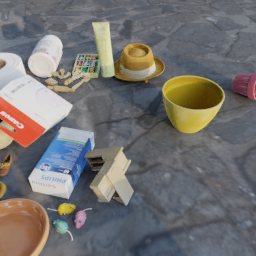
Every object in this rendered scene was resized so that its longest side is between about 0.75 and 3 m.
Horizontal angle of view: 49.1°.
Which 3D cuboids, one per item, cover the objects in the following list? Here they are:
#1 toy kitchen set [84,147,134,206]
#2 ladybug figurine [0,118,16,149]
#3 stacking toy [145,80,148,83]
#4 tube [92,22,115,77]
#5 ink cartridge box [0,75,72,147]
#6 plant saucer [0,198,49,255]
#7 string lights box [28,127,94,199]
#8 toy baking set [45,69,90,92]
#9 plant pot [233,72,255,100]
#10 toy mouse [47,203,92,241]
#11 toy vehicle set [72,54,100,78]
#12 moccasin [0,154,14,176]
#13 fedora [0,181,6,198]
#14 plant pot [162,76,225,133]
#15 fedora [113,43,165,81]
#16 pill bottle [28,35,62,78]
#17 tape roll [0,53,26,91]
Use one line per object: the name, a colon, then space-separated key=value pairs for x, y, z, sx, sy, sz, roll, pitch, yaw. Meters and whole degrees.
toy kitchen set: x=-0.747 y=1.642 z=8.638 sx=1.459 sy=1.320 sz=1.617 roll=-9 pitch=33 yaw=34
ladybug figurine: x=-5.203 y=-0.128 z=10.299 sx=2.922 sy=1.051 sz=1.983 roll=35 pitch=51 yaw=30
stacking toy: x=0.827 y=-2.545 z=13.586 sx=0.505 sy=0.534 sz=0.920 roll=-6 pitch=56 yaw=-1
tube: x=-1.071 y=-3.620 z=12.996 sx=0.712 sy=2.454 sz=0.637 roll=-10 pitch=26 yaw=-4
ink cartridge box: x=-3.679 y=-0.770 z=10.265 sx=2.273 sy=0.798 sz=2.797 roll=35 pitch=27 yaw=0
plant saucer: x=-3.259 y=2.876 z=7.067 sx=2.598 sy=0.486 sz=2.598 roll=-5 pitch=31 yaw=3
string lights box: x=-2.092 y=1.051 z=9.256 sx=1.230 sy=0.705 sz=2.393 roll=10 pitch=42 yaw=11
toy baking set: x=-2.845 y=-2.248 z=13.105 sx=1.954 sy=0.227 sz=1.499 roll=10 pitch=52 yaw=2
plant pot: x=5.303 y=-1.906 z=12.368 sx=1.075 sy=1.201 sz=1.201 roll=19 pitch=43 yaw=42
toy mouse: x=-1.640 y=2.584 z=7.876 sx=1.293 sy=0.250 sz=1.149 roll=-8 pitch=42 yaw=-9
toy vehicle set: x=-2.083 y=-3.225 z=14.421 sx=1.250 sy=0.267 sz=2.013 roll=0 pitch=42 yaw=0
moccasin: x=-4.071 y=1.239 z=9.332 sx=0.316 sy=0.333 sz=0.863 roll=6 pitch=42 yaw=7
fedora: x=-4.110 y=2.032 z=8.349 sx=1.021 sy=0.416 sz=1.021 roll=1 pitch=35 yaw=0
plant pot: x=2.359 y=-0.745 z=10.636 sx=2.214 sy=1.571 sz=2.214 roll=0 pitch=42 yaw=0
fedora: x=0.443 y=-3.363 z=13.755 sx=2.869 sy=1.170 sz=2.869 roll=-4 pitch=38 yaw=3
pill bottle: x=-4.075 y=-3.691 z=14.135 sx=1.327 sy=1.327 sz=2.341 roll=1 pitch=42 yaw=1
tape roll: x=-6.148 y=-2.440 z=12.890 sx=2.725 sy=0.953 sz=2.725 roll=-2 pitch=40 yaw=2
